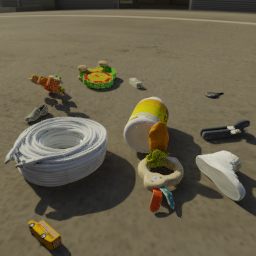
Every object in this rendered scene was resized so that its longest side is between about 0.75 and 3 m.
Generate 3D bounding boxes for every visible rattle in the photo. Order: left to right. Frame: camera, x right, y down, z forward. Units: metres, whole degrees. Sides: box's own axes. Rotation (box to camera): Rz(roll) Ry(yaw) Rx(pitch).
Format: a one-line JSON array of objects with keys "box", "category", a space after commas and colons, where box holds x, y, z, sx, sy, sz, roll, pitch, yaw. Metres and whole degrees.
[{"box": [0.990, 1.073, 8.029, 1.445, 1.585, 2.219, 23, 27, 5], "category": "rattle"}]

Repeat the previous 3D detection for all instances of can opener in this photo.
[{"box": [3.730, -0.009, 10.756, 1.932, 0.646, 0.515, -6, 30, -10], "category": "can opener"}]

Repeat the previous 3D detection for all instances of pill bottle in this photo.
[{"box": [0.777, -0.250, 10.452, 1.360, 1.360, 2.490, 7, 30, 12], "category": "pill bottle"}]

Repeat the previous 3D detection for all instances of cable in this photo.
[{"box": [-2.148, 0.654, 9.211, 2.998, 1.038, 2.998, -2, 28, -5], "category": "cable"}]

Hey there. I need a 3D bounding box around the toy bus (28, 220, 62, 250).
[{"box": [-2.000, 2.503, 6.672, 0.896, 0.291, 0.351, 23, 37, 35], "category": "toy bus"}]

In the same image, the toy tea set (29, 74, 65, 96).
[{"box": [-3.722, -2.324, 13.750, 2.510, 0.929, 1.492, 21, -8, 46], "category": "toy tea set"}]

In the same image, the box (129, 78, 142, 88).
[{"box": [0.420, -2.493, 15.502, 0.368, 0.307, 0.897, -14, 33, -24], "category": "box"}]

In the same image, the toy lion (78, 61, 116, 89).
[{"box": [-1.618, -2.966, 16.030, 2.381, 0.818, 2.283, -24, 44, -36], "category": "toy lion"}]

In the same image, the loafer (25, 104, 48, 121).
[{"box": [-3.972, -0.668, 12.135, 0.439, 0.438, 1.256, 14, 32, 23], "category": "loafer"}]

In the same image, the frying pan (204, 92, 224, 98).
[{"box": [4.452, -1.693, 14.262, 1.093, 0.178, 0.661, -4, 30, -1], "category": "frying pan"}]

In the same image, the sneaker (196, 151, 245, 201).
[{"box": [3.068, 1.288, 8.381, 1.156, 0.737, 2.000, -13, 31, -16], "category": "sneaker"}]
